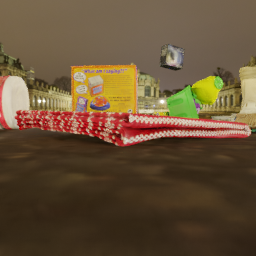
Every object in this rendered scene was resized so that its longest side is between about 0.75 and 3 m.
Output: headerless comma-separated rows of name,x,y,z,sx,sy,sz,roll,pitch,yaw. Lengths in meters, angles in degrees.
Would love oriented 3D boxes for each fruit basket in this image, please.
fruit basket,3.177,-1.157,12.765,2.763,1.993,2.763,-15,-2,-1

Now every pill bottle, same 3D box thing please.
pill bottle,-3.836,-0.625,6.947,2.392,1.324,1.324,0,2,-1

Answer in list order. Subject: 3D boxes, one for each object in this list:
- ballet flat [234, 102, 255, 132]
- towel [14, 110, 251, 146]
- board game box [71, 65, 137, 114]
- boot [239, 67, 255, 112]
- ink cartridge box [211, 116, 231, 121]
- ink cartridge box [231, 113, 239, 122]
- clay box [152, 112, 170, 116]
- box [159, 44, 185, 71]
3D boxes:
ballet flat,2.659,-0.250,6.037,0.676,0.626,1.918,1,2,26
towel,-0.133,-0.032,3.997,2.094,0.326,2.896,1,2,-40
board game box,-0.464,-0.632,6.398,1.356,1.355,1.355,0,2,3
boot,4.149,-0.906,8.353,2.255,1.753,0.821,2,-6,-28
ink cartridge box,5.089,-0.352,13.133,1.747,0.438,2.012,0,1,37
ink cartridge box,4.072,-0.269,9.557,0.771,0.464,1.061,1,3,0
clay box,1.569,-0.452,13.193,0.256,0.617,1.074,-2,2,-32
box,1.645,-2.618,10.432,0.783,0.777,0.482,7,-1,-26
